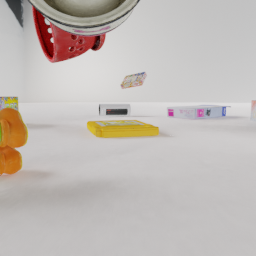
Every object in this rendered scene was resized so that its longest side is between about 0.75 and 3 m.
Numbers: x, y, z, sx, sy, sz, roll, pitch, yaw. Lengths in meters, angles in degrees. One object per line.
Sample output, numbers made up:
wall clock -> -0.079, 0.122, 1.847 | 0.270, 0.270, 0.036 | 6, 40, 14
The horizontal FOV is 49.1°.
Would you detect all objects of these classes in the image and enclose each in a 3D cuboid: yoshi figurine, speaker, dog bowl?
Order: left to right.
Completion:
yoshi figurine -> -2.064, 0.188, 2.811 | 1.827, 1.027, 1.023 | -10, -4, -45
dog bowl -> -0.699, -2.464, 4.609 | 2.056, 2.056, 0.758 | 0, -7, -4
speaker -> -0.654, -0.868, 13.398 | 1.481, 0.601, 0.601 | -1, 6, -13

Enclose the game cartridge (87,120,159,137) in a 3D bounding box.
game cartridge -> -0.205, -0.010, 7.197 | 1.512, 0.278, 1.715 | -2, 6, -16

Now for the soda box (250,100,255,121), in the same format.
soda box -> 4.912, -0.539, 9.515 | 0.744, 0.800, 2.341 | 1, 6, 7

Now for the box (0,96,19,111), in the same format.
box -> -4.540, -0.544, 9.043 | 1.525, 0.931, 1.469 | -1, 7, -2

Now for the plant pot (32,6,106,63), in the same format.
plant pot -> -1.918, -3.442, 9.338 | 1.968, 2.161, 2.161 | -21, 15, -23

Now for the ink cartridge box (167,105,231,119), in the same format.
ink cartridge box -> 3.245, -0.753, 12.658 | 2.668, 0.560, 1.592 | -9, 11, -37

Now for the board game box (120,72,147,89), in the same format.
board game box -> 0.229, -1.958, 11.490 | 0.949, 0.220, 0.719 | -5, 40, 30
